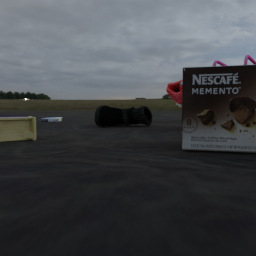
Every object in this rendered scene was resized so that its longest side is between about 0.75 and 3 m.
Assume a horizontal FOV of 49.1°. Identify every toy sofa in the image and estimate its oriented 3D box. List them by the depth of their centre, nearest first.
[{"bbox_3d":[-2.735,0.020,6.135,1.317,0.545,0.643,-3,7,-38],"label":"toy sofa"}]

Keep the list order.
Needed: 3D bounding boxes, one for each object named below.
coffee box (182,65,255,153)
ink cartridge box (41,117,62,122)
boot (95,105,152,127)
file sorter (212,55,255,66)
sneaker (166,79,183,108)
[{"bbox_3d":[2.225,-0.323,4.796,2.532,1.431,1.010,2,4,17],"label":"coffee box"},{"bbox_3d":[-3.815,-0.424,14.133,0.870,0.207,0.880,-2,3,-1],"label":"ink cartridge box"},{"bbox_3d":[-0.117,-0.445,10.436,1.567,0.789,2.096,3,5,28],"label":"boot"},{"bbox_3d":[3.519,-0.658,6.241,2.993,1.877,2.080,3,6,32],"label":"file sorter"},{"bbox_3d":[2.247,-1.143,9.056,1.152,0.979,2.656,29,-15,-31],"label":"sneaker"}]
